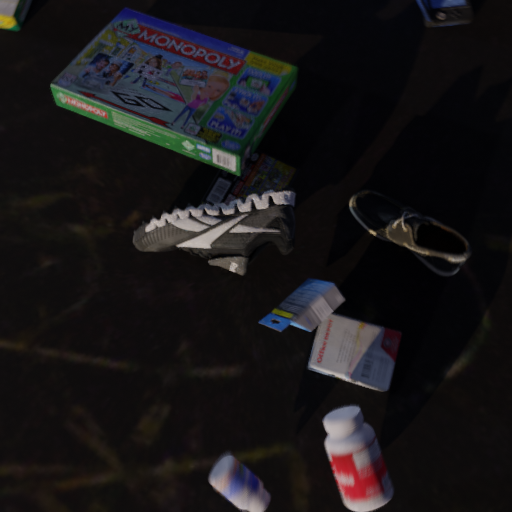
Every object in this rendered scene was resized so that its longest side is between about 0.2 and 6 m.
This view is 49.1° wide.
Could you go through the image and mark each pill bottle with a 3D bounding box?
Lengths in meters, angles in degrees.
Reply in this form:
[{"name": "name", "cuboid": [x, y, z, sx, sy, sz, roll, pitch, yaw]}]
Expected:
[{"name": "pill bottle", "cuboid": [-0.217, 3.348, 8.128, 0.856, 0.479, 0.479, 45, 76, -15]}, {"name": "pill bottle", "cuboid": [1.449, 2.927, 8.152, 0.734, 0.734, 1.307, -19, 90, -6]}]

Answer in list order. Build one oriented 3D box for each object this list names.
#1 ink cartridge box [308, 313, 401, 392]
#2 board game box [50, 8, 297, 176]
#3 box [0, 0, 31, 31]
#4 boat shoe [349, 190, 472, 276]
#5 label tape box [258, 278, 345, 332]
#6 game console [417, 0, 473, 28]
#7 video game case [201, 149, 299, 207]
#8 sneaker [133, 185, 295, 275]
[{"name": "ink cartridge box", "cuboid": [1.554, 1.525, 8.974, 1.284, 0.532, 0.936, 16, 75, 6]}, {"name": "board game box", "cuboid": [-1.400, -3.029, 9.987, 3.626, 0.528, 2.440, 22, 61, 11]}, {"name": "box", "cuboid": [-5.510, -5.205, 11.191, 1.851, 0.448, 1.086, 13, 73, 1]}, {"name": "boat shoe", "cuboid": [2.618, -0.521, 9.550, 2.199, 0.743, 0.790, 34, 77, 12]}, {"name": "label tape box", "cuboid": [0.710, 0.873, 8.820, 1.151, 0.830, 0.364, -40, 107, -16]}, {"name": "game console", "cuboid": [3.559, -5.464, 10.994, 1.392, 0.965, 1.630, -6, 73, -1]}, {"name": "video game case", "cuboid": [-0.100, -1.236, 10.052, 1.276, 0.180, 1.412, 26, 74, 8]}, {"name": "sneaker", "cuboid": [-0.632, -0.253, 9.317, 2.848, 0.946, 1.288, -12, 83, 3]}]
